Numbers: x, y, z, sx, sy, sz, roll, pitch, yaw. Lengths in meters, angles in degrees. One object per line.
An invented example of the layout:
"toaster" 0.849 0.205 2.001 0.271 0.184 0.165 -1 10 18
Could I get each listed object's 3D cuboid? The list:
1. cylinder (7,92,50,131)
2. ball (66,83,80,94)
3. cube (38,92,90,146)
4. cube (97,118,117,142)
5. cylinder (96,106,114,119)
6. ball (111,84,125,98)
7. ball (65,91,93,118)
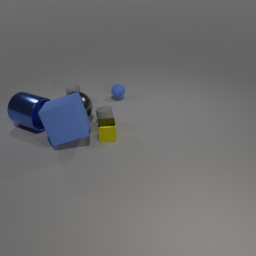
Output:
"cylinder" -4.036 -0.710 11.780 1.400 1.400 1.400 17 35 25
"ball" -2.684 -1.869 13.716 0.700 0.700 0.700 0 31 0
"cube" -2.349 -0.363 10.622 1.400 1.400 1.400 -17 22 2
"cube" -0.838 0.078 11.153 0.700 0.700 0.700 -5 31 -5
"cylinder" -0.979 -0.518 12.032 0.700 0.700 0.700 -9 23 4
"ball" -0.497 -1.884 14.162 0.700 0.700 0.700 0 31 0
"ball" -2.221 -0.884 12.084 1.400 1.400 1.400 0 31 0
